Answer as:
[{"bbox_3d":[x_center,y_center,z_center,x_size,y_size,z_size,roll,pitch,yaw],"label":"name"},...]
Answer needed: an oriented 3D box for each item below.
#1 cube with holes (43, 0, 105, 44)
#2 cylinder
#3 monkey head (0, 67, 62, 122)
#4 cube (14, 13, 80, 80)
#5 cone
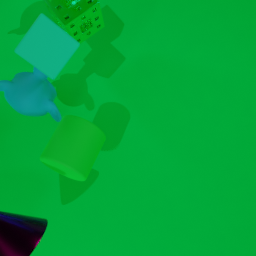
[{"bbox_3d":[-1.254,-2.732,6.647,0.930,0.930,0.930,-37,77,-6],"label":"cube with holes"},{"bbox_3d":[-1.053,0.397,5.445,0.959,0.959,0.959,22,66,6],"label":"cylinder"},{"bbox_3d":[-1.991,-0.813,5.868,1.597,1.149,0.962,26,47,-15],"label":"monkey head"},{"bbox_3d":[-1.419,-1.445,5.018,0.781,0.781,0.781,36,96,-20],"label":"cube"},{"bbox_3d":[-2.204,1.679,4.718,1.174,1.170,1.170,46,79,-15],"label":"cone"}]
